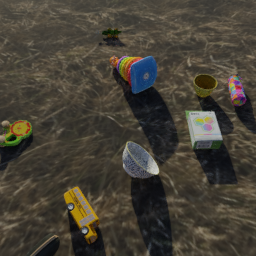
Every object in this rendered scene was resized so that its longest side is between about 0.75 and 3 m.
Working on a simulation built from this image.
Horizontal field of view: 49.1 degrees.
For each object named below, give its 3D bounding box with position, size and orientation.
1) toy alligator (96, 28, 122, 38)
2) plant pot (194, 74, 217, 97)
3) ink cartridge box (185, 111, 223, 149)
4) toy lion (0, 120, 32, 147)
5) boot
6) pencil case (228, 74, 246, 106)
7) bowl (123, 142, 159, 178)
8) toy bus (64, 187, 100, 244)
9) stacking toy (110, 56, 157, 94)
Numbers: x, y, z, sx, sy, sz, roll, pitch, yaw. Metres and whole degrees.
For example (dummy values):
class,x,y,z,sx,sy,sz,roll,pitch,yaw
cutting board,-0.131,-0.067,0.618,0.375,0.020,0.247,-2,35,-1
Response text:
class,x,y,z,sx,sy,sz,roll,pitch,yaw
toy alligator,-0.959,-4.761,14.033,1.305,0.314,0.433,2,83,1
plant pot,3.067,-1.631,11.321,0.919,0.652,0.919,0,52,0
ink cartridge box,2.712,-0.111,10.182,0.939,0.536,1.808,-1,51,-1
toy lion,-4.045,0.170,10.123,1.059,0.379,1.105,4,51,-7
boot,-2.055,4.036,6.751,1.697,0.950,2.453,30,70,16
pencil case,4.403,-1.530,11.303,0.601,0.601,1.359,5,53,4
bowl,0.268,1.144,8.940,0.645,1.375,1.375,-46,55,17
toy bus,-1.320,2.515,8.112,0.612,0.509,1.563,-28,56,-22
stacking toy,0.008,-2.551,11.891,1.286,1.360,2.343,-30,43,-28
